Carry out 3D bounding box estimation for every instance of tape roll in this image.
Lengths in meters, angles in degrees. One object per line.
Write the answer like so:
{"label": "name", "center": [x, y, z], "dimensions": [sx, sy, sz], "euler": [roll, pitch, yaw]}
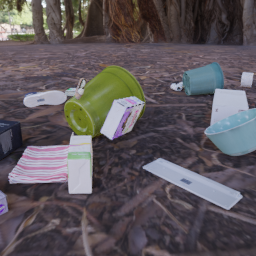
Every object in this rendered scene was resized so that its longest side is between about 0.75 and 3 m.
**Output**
{"label": "tape roll", "center": [7.533, -3.046, 17.735], "dimensions": [0.635, 0.925, 0.925], "euler": [10, 24, 24]}

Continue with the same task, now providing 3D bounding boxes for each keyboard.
{"label": "keyboard", "center": [1.635, 1.425, 7.595], "dimensions": [0.765, 0.145, 2.718], "euler": [-25, 32, -38]}

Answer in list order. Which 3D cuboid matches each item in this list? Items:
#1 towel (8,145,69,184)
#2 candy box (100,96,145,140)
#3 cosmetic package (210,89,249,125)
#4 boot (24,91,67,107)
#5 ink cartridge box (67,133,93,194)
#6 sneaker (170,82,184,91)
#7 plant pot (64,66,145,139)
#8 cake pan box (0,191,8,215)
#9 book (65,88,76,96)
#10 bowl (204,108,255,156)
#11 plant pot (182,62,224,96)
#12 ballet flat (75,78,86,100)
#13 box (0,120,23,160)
{"label": "towel", "center": [-2.466, 0.978, 8.406], "dimensions": [1.601, 0.327, 2.188], "euler": [-1, 22, -4]}
{"label": "candy box", "center": [-0.147, -0.357, 8.930], "dimensions": [0.493, 1.156, 1.378], "euler": [33, 24, 17]}
{"label": "cosmetic package", "center": [4.415, -0.904, 12.264], "dimensions": [1.402, 1.021, 2.758], "euler": [7, 25, 18]}
{"label": "boot", "center": [-4.242, -1.613, 14.313], "dimensions": [2.086, 0.759, 0.942], "euler": [-7, 28, -16]}
{"label": "ink cartridge box", "center": [-1.281, 0.866, 7.684], "dimensions": [0.600, 1.043, 1.782], "euler": [-1, 22, -7]}
{"label": "sneaker", "center": [3.169, -2.475, 17.131], "dimensions": [1.223, 0.458, 0.609], "euler": [-16, 45, -35]}
{"label": "plant pot", "center": [-1.026, -0.783, 10.572], "dimensions": [2.442, 2.442, 2.351], "euler": [18, 40, 38]}
{"label": "cake pan box", "center": [-3.976, 1.721, 6.330], "dimensions": [1.881, 0.492, 1.732], "euler": [17, 25, 37]}
{"label": "book", "center": [-2.648, -2.084, 16.152], "dimensions": [1.661, 0.399, 1.110], "euler": [1, 18, 6]}
{"label": "bowl", "center": [3.533, 0.206, 8.905], "dimensions": [1.929, 1.009, 1.929], "euler": [-25, 6, 3]}
{"label": "plant pot", "center": [4.157, -2.665, 15.832], "dimensions": [1.813, 1.852, 1.852], "euler": [-10, 23, -5]}
{"label": "ballet flat", "center": [-1.578, -1.345, 9.417], "dimensions": [0.272, 0.798, 0.268], "euler": [23, -22, -39]}
{"label": "box", "center": [-4.558, 0.382, 9.069], "dimensions": [1.554, 0.928, 1.580], "euler": [5, 22, 13]}
